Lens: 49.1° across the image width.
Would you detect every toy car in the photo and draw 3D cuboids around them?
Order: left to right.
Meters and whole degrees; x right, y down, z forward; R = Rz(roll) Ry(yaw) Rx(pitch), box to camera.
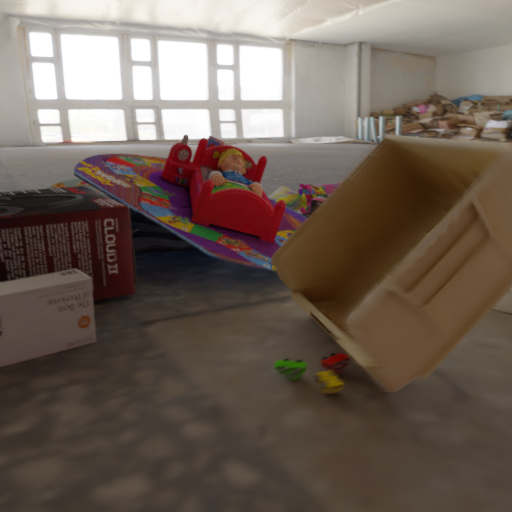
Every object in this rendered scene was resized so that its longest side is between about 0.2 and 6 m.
[{"bbox_3d":[0.551,1.179,5.665,0.731,0.173,0.777,3,14,14],"label":"toy car"}]

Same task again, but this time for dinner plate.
[{"bbox_3d":[4.071,0.484,8.275,2.100,0.255,2.100,1,16,0],"label":"dinner plate"}]

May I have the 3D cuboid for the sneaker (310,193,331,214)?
[{"bbox_3d":[2.005,-0.944,11.447,0.831,0.773,1.924,-34,44,-22],"label":"sneaker"}]

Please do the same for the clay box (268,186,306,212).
[{"bbox_3d":[0.603,-1.206,13.645,0.917,0.380,1.596,-39,20,-1],"label":"clay box"}]

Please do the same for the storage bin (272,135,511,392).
[{"bbox_3d":[1.535,-0.076,6.265,2.378,1.122,2.395,-46,21,-1],"label":"storage bin"}]

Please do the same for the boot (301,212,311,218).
[{"bbox_3d":[1.660,-0.804,12.581,1.176,0.624,1.787,-8,0,-18],"label":"boot"}]

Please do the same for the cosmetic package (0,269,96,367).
[{"bbox_3d":[-2.786,0.750,6.040,2.018,0.833,0.511,-12,21,-38],"label":"cosmetic package"}]

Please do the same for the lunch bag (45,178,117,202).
[{"bbox_3d":[-3.398,-1.171,12.829,2.613,1.007,2.095,-21,32,-41],"label":"lunch bag"}]

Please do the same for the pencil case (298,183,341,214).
[{"bbox_3d":[2.019,-1.574,15.038,1.913,0.845,0.845,-6,15,-28],"label":"pencil case"}]

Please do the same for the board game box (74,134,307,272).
[{"bbox_3d":[-0.591,-1.380,10.438,5.368,1.045,4.241,29,22,27],"label":"board game box"}]

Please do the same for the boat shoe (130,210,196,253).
[{"bbox_3d":[-1.815,-0.747,11.136,3.160,1.158,1.177,-8,16,-28],"label":"boat shoe"}]

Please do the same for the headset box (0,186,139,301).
[{"bbox_3d":[-3.630,-0.151,8.348,3.648,1.409,2.714,-10,17,-27],"label":"headset box"}]
